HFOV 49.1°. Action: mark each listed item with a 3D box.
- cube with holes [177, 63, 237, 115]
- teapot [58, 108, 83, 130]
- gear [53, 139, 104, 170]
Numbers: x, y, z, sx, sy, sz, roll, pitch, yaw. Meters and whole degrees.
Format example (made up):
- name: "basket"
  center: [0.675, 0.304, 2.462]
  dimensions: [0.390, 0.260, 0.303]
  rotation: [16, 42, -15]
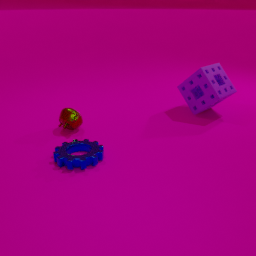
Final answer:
- name: "cube with holes"
  center: [2.743, -1.357, 9.775]
  dimensions: [1.194, 1.194, 1.194]
  rotation: [-21, -11, -40]
- name: "teapot"
  center: [-1.823, -0.234, 8.660]
  dimensions: [1.220, 0.758, 0.597]
  rotation: [-7, 45, 55]
- name: "gear"
  center: [-1.263, 0.650, 7.234]
  dimensions: [1.268, 0.235, 1.268]
  rotation: [0, 22, 0]
